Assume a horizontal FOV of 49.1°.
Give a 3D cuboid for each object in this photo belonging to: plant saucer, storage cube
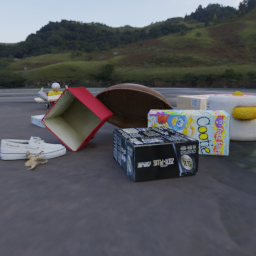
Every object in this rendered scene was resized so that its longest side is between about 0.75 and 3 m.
[{"bbox_3d":[0.237,-0.701,9.527,2.877,0.526,2.877,10,-26,5],"label":"plant saucer"},{"bbox_3d":[-1.463,-0.302,8.415,1.536,1.313,1.381,42,15,1],"label":"storage cube"}]

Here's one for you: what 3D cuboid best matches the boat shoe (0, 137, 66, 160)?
[{"bbox_3d":[-2.495,0.506,7.406,1.662,0.555,0.611,-4,11,-19],"label":"boat shoe"}]

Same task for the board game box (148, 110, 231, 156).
[{"bbox_3d":[1.709,0.076,8.144,2.190,1.128,1.149,2,11,8],"label":"board game box"}]

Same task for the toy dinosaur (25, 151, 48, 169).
[{"bbox_3d":[-2.241,0.814,6.801,0.522,0.300,1.032,-22,25,-17],"label":"toy dinosaur"}]

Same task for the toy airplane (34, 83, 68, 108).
[{"bbox_3d":[-4.542,-2.057,18.035,2.329,1.651,2.339,-1,14,7],"label":"toy airplane"}]

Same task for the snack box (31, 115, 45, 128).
[{"bbox_3d":[-3.545,-0.334,12.362,0.996,0.371,1.401,-8,13,-36],"label":"snack box"}]

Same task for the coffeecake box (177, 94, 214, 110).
[{"bbox_3d":[4.511,-1.349,16.077,2.721,0.994,2.089,-5,12,-27],"label":"coffeecake box"}]

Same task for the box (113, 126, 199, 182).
[{"bbox_3d":[0.564,0.525,6.647,1.504,0.791,1.836,-3,11,-17],"label":"box"}]

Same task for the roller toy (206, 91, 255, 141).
[{"bbox_3d":[3.829,-0.501,9.958,2.280,1.593,2.080,-10,15,-43],"label":"roller toy"}]
